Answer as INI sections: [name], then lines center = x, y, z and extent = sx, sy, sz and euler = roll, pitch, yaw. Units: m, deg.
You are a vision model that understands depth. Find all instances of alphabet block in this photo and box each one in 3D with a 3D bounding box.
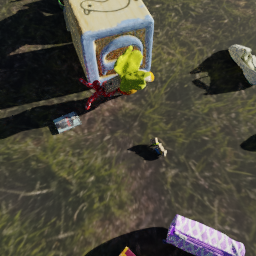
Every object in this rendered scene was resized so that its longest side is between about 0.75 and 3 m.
[alphabet block]
center = -0.746, -3.618, 10.727
extent = 2.659, 2.674, 2.723
euler = -17, 60, -12

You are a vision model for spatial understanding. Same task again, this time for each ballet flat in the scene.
[ballet flat]
center = 4.870, -2.759, 11.333
extent = 0.813, 0.813, 2.267
euler = -13, 59, -8

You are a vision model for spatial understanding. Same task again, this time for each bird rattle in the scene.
[bird rattle]
center = -0.246, -1.475, 9.907
extent = 2.195, 2.692, 1.517
euler = -7, 70, -53

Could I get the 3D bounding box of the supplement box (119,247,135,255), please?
[supplement box]
center = 0.197, 3.873, 7.328
extent = 1.286, 0.551, 0.710
euler = 37, 65, 20

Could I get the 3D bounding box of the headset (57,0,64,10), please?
[headset]
center = -2.759, -6.663, 13.634
extent = 1.206, 0.918, 1.953
euler = 13, 70, 7

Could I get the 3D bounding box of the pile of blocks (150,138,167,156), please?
[pile of blocks]
center = 1.048, 0.663, 9.548
extent = 0.235, 0.311, 0.757
euler = -5, 57, -55

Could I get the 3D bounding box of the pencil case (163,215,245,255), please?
[pencil case]
center = 2.054, 3.099, 7.605
extent = 2.073, 0.886, 0.870
euler = 20, 75, 11

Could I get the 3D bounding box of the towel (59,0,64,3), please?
[towel]
center = -1.427, -5.961, 12.293
extent = 2.089, 0.309, 2.848
euler = 39, 66, 22

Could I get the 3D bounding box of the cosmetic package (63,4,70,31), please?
[cosmetic package]
center = -1.300, -5.313, 12.705
extent = 2.979, 1.089, 1.542
euler = -2, 58, -2

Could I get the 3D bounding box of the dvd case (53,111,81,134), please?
[dvd case]
center = -2.192, -0.211, 10.129
extent = 0.853, 0.094, 0.623
euler = -23, 61, -15
